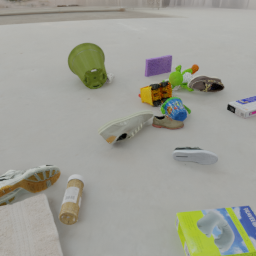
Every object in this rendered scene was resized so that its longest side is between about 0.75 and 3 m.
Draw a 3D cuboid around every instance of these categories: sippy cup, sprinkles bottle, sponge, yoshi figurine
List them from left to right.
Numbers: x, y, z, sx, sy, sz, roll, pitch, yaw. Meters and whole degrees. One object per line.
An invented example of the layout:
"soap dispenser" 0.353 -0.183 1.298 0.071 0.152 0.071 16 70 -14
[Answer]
"sprinkles bottle" -1.474 1.865 7.459 0.487 0.487 1.427 0 30 0
"sponge" 1.807 -3.674 16.534 1.839 1.026 0.274 -17 34 -27
"sippy cup" 2.005 -0.693 11.617 1.174 0.922 0.860 -28 44 2
"yoshi figurine" 2.862 -2.558 14.402 2.381 1.333 1.338 -22 43 -28

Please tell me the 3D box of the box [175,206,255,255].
"box" 2.281 2.470 6.416 2.116 0.504 1.290 -4 31 -6

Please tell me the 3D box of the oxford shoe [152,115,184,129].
"oxford shoe" 1.605 -0.251 11.139 1.277 0.477 0.450 2 30 4

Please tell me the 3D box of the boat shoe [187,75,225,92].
"boat shoe" 3.887 -2.115 13.812 2.186 0.785 0.651 -5 46 -35

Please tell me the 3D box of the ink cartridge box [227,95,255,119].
"ink cartridge box" 5.631 -1.021 12.572 2.193 0.407 1.039 -17 34 -23

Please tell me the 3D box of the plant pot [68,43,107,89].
"plant pot" -1.984 -3.133 14.977 2.109 2.109 2.003 -10 45 -17

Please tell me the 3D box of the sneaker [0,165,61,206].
"sneaker" -3.011 1.419 7.939 2.106 0.796 0.923 -18 34 -29

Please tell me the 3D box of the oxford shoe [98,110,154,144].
"oxford shoe" 0.050 -0.029 10.530 2.768 1.041 0.799 -22 76 -46

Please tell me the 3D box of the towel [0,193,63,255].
"towel" -2.475 2.542 6.344 1.683 0.438 2.539 -13 32 -22

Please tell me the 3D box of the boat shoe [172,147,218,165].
"boat shoe" 2.205 0.821 9.224 1.469 0.530 0.521 7 35 15

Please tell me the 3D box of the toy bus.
"toy bus" 1.203 -1.660 13.301 1.419 0.963 1.363 -21 20 -36

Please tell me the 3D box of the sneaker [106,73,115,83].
"sneaker" -1.004 -2.866 15.708 0.596 0.448 1.196 -6 31 -11
